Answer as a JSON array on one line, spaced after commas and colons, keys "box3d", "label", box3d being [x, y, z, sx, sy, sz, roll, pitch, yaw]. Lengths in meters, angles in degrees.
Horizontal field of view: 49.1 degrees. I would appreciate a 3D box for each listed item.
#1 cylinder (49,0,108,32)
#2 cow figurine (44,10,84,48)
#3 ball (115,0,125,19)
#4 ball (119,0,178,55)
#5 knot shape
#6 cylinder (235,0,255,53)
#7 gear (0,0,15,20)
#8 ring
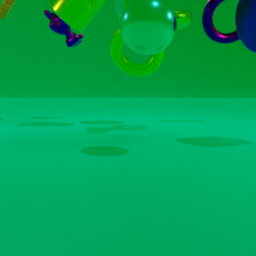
[{"box3d": [-1.217, -3.143, 6.916, 1.065, 1.065, 1.065, 40, 19, -16], "label": "cylinder"}, {"box3d": [-2.159, -3.409, 9.562, 0.721, 1.314, 1.293, -33, -22, 14], "label": "cow figurine"}, {"box3d": [0.342, -3.338, 7.504, 1.380, 1.380, 1.380, 0, 7, 0], "label": "ball"}, {"box3d": [0.258, -1.315, 3.571, 0.738, 0.738, 0.738, 0, 7, 0], "label": "ball"}, {"box3d": [0.571, -2.213, 6.356, 1.902, 2.032, 0.939, -24, 58, -20], "label": "knot shape"}, {"box3d": [2.359, -1.763, 4.329, 0.967, 0.967, 0.967, -21, 11, -10], "label": "cylinder"}, {"box3d": [-3.613, -3.888, 8.559, 0.215, 1.164, 1.164, 31, -9, -28], "label": "gear"}, {"box3d": [2.939, -3.231, 8.103, 1.592, 1.592, 0.318, 0, 34, 0], "label": "ring"}]
